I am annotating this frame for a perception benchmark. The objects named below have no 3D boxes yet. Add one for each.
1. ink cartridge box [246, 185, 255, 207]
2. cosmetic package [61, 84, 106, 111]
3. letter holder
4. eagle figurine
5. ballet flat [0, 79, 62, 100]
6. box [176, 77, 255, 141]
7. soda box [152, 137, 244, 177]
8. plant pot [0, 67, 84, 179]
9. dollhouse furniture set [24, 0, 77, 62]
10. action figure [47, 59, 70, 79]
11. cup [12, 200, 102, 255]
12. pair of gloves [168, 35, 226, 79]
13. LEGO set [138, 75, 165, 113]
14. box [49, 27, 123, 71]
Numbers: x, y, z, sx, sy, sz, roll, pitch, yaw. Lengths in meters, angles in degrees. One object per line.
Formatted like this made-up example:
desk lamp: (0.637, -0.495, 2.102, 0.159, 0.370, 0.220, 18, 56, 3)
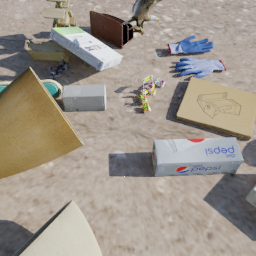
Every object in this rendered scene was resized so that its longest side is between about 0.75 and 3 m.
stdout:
ink cartridge box: (4.292, 1.950, 7.549, 1.207, 0.697, 1.664, -38, 61, -25)
cosmetic package: (-1.496, -1.045, 9.803, 1.468, 0.784, 0.662, -1, 51, 2)
letter holder: (-0.711, -4.464, 12.110, 1.767, 1.256, 0.888, 29, 58, 21)
eagle figurine: (0.537, -3.668, 8.805, 1.049, 1.390, 1.054, 5, 14, -38)
ballet flat: (-3.808, -1.276, 10.010, 2.898, 1.007, 1.007, -5, 53, -6)
box: (3.197, -0.754, 9.900, 2.522, 0.268, 2.062, 18, 55, 13)
soda box: (1.995, 0.855, 8.329, 2.497, 0.792, 0.852, -2, 53, -1)
plant pot: (-3.200, 0.165, 7.955, 2.890, 2.693, 2.693, -34, 59, -9)
dollhouse furniture set: (-3.109, -3.962, 11.326, 1.509, 1.992, 2.272, 4, 79, 2)
action figure: (-2.772, -2.270, 11.023, 0.645, 0.344, 0.991, 33, 62, 16)
cup: (-1.517, 3.167, 5.698, 1.965, 2.747, 2.747, 47, 63, 0)
pair of gloves: (2.768, -2.963, 11.590, 2.058, 0.292, 2.559, -8, 54, -8)
LEGO set: (0.732, -1.341, 10.123, 0.761, 0.616, 1.655, 20, 55, 15)
box: (-1.571, -3.134, 10.857, 2.411, 0.438, 1.740, 36, 30, 8)
